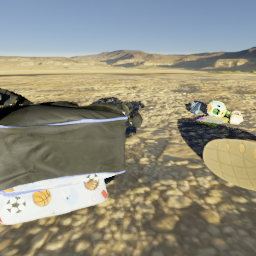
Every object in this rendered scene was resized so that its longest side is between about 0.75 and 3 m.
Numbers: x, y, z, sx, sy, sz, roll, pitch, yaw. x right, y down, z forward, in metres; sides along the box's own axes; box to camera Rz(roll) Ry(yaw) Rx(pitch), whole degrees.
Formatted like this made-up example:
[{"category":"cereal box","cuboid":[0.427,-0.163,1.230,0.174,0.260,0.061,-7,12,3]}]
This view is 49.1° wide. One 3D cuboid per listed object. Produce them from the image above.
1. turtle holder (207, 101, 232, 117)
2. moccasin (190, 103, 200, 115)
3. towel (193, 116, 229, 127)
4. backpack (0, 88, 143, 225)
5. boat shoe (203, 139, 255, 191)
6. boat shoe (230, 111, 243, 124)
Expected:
[{"category":"turtle holder","cuboid":[4.026,-0.728,12.517,1.022,0.777,0.726,47,22,2]},{"category":"moccasin","cuboid":[3.313,-1.019,13.854,0.434,0.512,1.273,16,16,11]},{"category":"towel","cuboid":[3.502,-0.289,11.764,1.029,0.163,1.432,12,20,39]},{"category":"backpack","cuboid":[-1.612,0.339,5.211,2.847,2.193,2.711,2,11,-38]},{"category":"boat shoe","cuboid":[3.024,0.789,6.019,2.779,1.000,0.939,10,11,13]},{"category":"boat shoe","cuboid":[4.640,-0.500,11.945,0.498,0.468,1.352,7,16,25]}]
